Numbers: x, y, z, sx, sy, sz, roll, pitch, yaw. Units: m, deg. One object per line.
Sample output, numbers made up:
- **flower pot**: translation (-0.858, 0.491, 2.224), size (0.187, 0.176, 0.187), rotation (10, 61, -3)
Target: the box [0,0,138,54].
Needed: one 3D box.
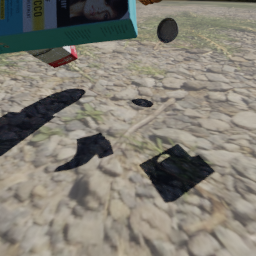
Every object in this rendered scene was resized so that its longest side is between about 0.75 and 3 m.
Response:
- **box**: translation (-1.017, -1.601, 3.737), size (2.214, 0.911, 0.544), rotation (-4, -6, 10)

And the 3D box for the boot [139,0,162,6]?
- **boot**: translation (0.417, -3.923, 7.416), size (0.520, 1.410, 1.091), rotation (-46, 26, -18)

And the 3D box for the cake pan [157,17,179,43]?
- **cake pan**: translation (1.402, -3.398, 9.779), size (0.866, 0.866, 0.159), rotation (23, 22, 35)

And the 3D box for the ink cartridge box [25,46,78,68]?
- **ink cartridge box**: translation (-2.426, -2.865, 7.939), size (0.918, 1.626, 2.215), rotation (-17, -8, 12)
